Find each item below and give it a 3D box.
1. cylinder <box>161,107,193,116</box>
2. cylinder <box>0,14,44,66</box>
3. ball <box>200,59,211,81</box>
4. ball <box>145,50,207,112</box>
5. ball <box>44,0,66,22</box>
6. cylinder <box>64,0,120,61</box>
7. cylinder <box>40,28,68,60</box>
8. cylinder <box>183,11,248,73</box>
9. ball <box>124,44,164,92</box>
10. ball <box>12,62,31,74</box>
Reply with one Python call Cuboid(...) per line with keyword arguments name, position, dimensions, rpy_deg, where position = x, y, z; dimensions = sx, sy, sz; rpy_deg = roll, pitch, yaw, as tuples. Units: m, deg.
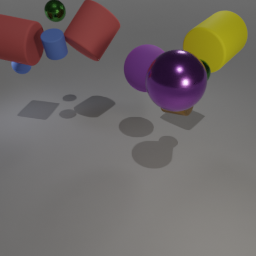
Cuboid(name="cylinder", position=(1.317, -0.715, 7.486), dimensions=(0.700, 0.700, 0.700), rpy_deg=(13, 33, 34))
Cuboid(name="cylinder", position=(-3.645, -2.849, 9.083), dimensions=(1.400, 1.400, 1.400), rpy_deg=(13, 33, 4))
Cuboid(name="ball", position=(1.751, -1.412, 7.162), dimensions=(0.700, 0.700, 0.700), rpy_deg=(0, 32, 0))
Cuboid(name="ball", position=(1.099, -1.079, 6.442), dimensions=(1.400, 1.400, 1.400), rpy_deg=(0, 32, 0))
Cuboid(name="ball", position=(-2.429, -3.908, 9.349), dimensions=(0.700, 0.700, 0.700), rpy_deg=(0, 32, 0))
Cuboid(name="cylinder", position=(-1.187, -3.156, 9.169), dimensions=(1.400, 1.400, 1.400), rpy_deg=(32, 0, 0))
Cuboid(name="cylinder", position=(-2.296, -2.615, 8.762), dimensions=(0.700, 0.700, 0.700), rpy_deg=(-1, 54, 2))
Cuboid(name="cylinder", position=(2.605, -2.578, 8.398), dimensions=(1.400, 1.400, 1.400), rpy_deg=(26, 52, 35))
Cuboid(name="ball", position=(0.572, -1.772, 8.382), dimensions=(1.400, 1.400, 1.400), rpy_deg=(0, 32, 0))
Cuboid(name="ball", position=(-4.008, -2.387, 10.553), dimensions=(0.700, 0.700, 0.700), rpy_deg=(0, 32, 0))
